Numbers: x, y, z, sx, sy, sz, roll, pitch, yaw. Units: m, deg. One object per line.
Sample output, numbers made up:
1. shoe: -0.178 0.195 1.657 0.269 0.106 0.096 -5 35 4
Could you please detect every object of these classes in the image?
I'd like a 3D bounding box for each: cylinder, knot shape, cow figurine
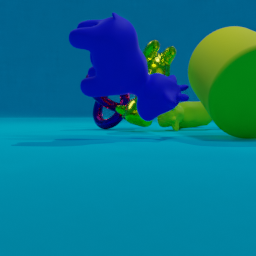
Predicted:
1. cylinder: 1.618 -0.694 4.004 1.275 1.275 1.275 0 28 -2
2. knot shape: -0.214 -0.801 6.824 1.485 1.587 0.733 -11 -10 -1
3. cow figurine: 0.364 -0.815 5.725 0.845 1.539 1.514 16 -23 -16
4. cow figurine: 0.072 -0.793 3.746 1.444 1.467 0.805 -1 35 12
5. cow figurine: 1.342 -0.313 6.361 1.380 0.758 1.358 -4 -3 3

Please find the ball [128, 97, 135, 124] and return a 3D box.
1. ball: 0.220 -0.472 7.811 0.761 0.761 0.761 0 2 0
